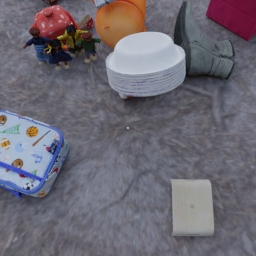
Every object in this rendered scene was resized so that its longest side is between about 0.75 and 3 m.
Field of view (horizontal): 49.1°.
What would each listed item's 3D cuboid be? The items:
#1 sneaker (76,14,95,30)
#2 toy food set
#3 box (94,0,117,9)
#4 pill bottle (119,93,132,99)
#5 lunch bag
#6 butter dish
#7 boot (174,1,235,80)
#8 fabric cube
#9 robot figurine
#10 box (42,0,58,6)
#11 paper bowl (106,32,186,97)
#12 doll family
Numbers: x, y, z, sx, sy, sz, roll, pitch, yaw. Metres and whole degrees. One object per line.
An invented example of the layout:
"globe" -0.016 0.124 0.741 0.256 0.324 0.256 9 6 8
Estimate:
"sneaker" -1.535 -3.584 9.863 0.815 0.458 0.290 -34 69 17
"toy food set" 1.607 2.015 7.149 1.010 0.425 1.408 1 73 0
"box" -0.472 -3.927 7.616 1.155 0.238 0.900 -18 92 16
"pill bottle" 0.469 -1.571 8.501 1.684 0.945 0.945 -19 66 -9
"lunch bag" -2.910 0.715 7.447 2.467 0.932 1.977 19 68 10
"butter dish" -2.492 -3.476 9.274 1.496 1.109 1.500 -27 67 -8
"boot" 2.500 -2.841 9.243 1.810 0.938 2.771 3 71 -5
"fabric cube" 4.049 -4.465 9.389 1.817 1.823 1.788 41 70 17
"robot figurine" -0.224 -3.643 8.990 1.565 1.931 2.684 -1 51 8
"box" -3.377 -5.454 10.350 1.867 0.935 0.700 35 70 14
"paper bowl" 0.375 -1.502 6.202 1.762 0.916 1.762 -6 38 5
"doll family" -2.052 -2.611 8.765 2.338 1.351 0.917 -21 67 -9
